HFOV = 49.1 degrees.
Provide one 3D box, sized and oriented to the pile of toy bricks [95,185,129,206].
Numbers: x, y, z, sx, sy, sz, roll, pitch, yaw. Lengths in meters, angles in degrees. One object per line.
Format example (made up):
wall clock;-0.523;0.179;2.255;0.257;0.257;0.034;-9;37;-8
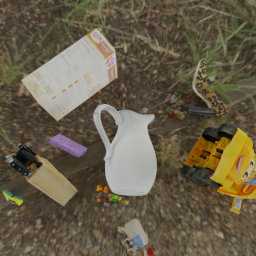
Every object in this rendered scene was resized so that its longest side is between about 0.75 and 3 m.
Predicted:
pile of toy bricks;-0.510;2.346;9.606;1.319;0.651;0.732;10;78;2

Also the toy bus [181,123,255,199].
toy bus;3.362;1.374;8.815;2.709;2.822;1.915;34;82;-1

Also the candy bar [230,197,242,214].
candy bar;3.921;2.321;9.874;0.341;0.152;1.369;19;79;4

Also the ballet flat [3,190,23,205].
ballet flat;-4.067;2.460;9.792;0.803;0.268;0.269;26;85;4

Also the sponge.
sponge;-1.942;0.567;9.159;1.118;0.624;0.167;25;108;10

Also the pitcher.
pitcher;-0.159;0.693;9.138;2.360;1.668;2.751;16;65;-31

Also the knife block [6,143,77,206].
knife block;-2.830;1.527;9.097;2.282;2.003;0.730;43;82;9

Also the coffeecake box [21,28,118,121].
coffeecake box;-1.823;-1.720;9.699;2.895;2.223;1.058;-37;80;-8

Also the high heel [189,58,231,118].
high heel;3.143;-1.460;10.345;1.513;0.758;2.122;9;94;8

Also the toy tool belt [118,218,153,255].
toy tool belt;0.219;3.766;9.325;0.808;0.821;1.314;-35;74;25

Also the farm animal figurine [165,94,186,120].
farm animal figurine;1.744;-0.763;10.439;0.752;0.468;0.931;0;73;-19
